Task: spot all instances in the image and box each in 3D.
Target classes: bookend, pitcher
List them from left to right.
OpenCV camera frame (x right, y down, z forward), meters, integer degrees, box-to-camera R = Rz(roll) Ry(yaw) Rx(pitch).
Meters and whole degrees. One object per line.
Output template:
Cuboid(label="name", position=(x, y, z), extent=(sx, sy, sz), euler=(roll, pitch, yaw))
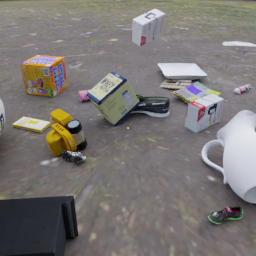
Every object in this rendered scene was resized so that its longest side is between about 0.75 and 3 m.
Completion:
Cuboid(label="bookend", position=(-2.077, 2.361, 4.443), extent=(2.392, 1.102, 2.377), euler=(-3, 32, -6))
Cuboid(label="pitcher", position=(2.755, 0.841, 6.978), extent=(1.287, 1.822, 2.123), euler=(30, 36, -27))

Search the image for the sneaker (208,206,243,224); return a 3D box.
Cuboid(label="sneaker", position=(2.105, 1.837, 6.069), extent=(0.811, 0.340, 0.311), euler=(-8, 32, -14))

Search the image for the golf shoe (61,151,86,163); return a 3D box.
Cuboid(label="golf shoe", position=(-1.540, 0.809, 7.931), extent=(0.755, 0.294, 0.357), euler=(18, 17, 25))

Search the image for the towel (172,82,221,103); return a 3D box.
Cuboid(label="towel", position=(2.818, -1.395, 11.465), extent=(1.786, 0.203, 1.282), euler=(-23, 47, -34))

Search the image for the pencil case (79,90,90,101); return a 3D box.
Cuboid(label="pencil case", position=(-1.472, -1.347, 11.354), extent=(1.052, 0.436, 0.455), euler=(-9, -1, -15))

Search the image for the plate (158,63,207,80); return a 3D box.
Cuboid(label="plate", position=(2.588, -2.757, 13.744), extent=(2.016, 0.326, 2.011), euler=(-1, 29, -5))

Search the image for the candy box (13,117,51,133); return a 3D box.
Cuboid(label="candy box", position=(-3.274, -0.117, 9.544), extent=(1.135, 0.150, 0.580), euler=(11, 35, 18))

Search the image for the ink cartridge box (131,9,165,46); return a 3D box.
Cuboid(label="ink cartridge box", position=(0.634, -3.182, 8.866), extent=(1.058, 0.766, 0.446), euler=(-36, 61, -29))

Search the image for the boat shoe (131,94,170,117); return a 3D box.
Cuboid(label="boat shoe", position=(0.446, -0.940, 10.406), extent=(2.251, 0.679, 0.851), euler=(5, 31, 9))

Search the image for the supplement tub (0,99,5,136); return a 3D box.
Cuboid(label="supplement tub", position=(-4.481, 0.019, 7.649), extent=(1.857, 1.857, 2.561), euler=(-4, 31, -7))

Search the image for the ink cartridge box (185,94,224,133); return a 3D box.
Cuboid(label="ink cartridge box", position=(2.576, -0.512, 9.450), extent=(1.270, 0.925, 0.526), euler=(-21, 37, -32))

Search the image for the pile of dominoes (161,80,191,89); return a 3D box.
Cuboid(label="pile of dominoes", position=(2.152, -1.897, 12.624), extent=(1.334, 0.212, 1.040), euler=(8, 31, 29))

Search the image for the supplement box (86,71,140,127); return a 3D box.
Cuboid(label="supplement box", position=(-0.475, -0.994, 9.517), extent=(1.249, 1.248, 0.839), euler=(-43, 43, -9))

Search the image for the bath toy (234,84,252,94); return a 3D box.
Cuboid(label="bath toy", position=(4.914, -1.648, 11.995), extent=(0.806, 0.350, 0.298), euler=(-21, 59, -24))

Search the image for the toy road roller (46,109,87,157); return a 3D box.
Cuboid(label="toy road roller", position=(-2.004, 0.196, 8.341), extent=(1.069, 0.900, 1.465), euler=(-34, 44, -27))

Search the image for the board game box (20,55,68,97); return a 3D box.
Cuboid(label="board game box", position=(-3.533, -2.242, 11.954), extent=(1.331, 1.332, 1.331), euler=(7, 32, 12))
